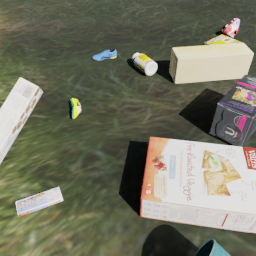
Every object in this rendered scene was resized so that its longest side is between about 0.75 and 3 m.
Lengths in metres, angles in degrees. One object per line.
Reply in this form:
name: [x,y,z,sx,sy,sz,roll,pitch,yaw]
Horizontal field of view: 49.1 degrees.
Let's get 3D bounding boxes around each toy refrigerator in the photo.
toy refrigerator: [2.658,-2.146,9.178,2.448,0.929,0.857,-6,43,-5]

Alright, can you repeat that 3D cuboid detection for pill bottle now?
pill bottle: [0.538,-2.212,9.564,0.502,0.502,0.964,-22,47,-22]

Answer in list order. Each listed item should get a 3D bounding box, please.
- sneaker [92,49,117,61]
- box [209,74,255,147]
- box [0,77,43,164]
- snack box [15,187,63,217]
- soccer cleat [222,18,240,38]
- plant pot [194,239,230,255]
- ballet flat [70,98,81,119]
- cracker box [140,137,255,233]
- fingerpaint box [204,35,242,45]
sneaker: [-0.861,-2.701,10.215,0.918,0.360,0.302,-12,46,-11]
box: [2.990,-0.468,7.237,0.923,1.064,1.741,29,50,28]
box: [-2.678,0.066,6.038,0.500,0.466,2.411,27,81,1]
snack box: [-1.828,1.513,5.788,0.911,0.111,0.327,-17,45,-18]
soccer cleat: [4.460,-4.208,11.852,0.561,0.490,1.469,46,49,4]
plant pot: [1.390,2.432,4.194,0.997,1.061,1.061,37,52,14]
ballet flat: [-1.479,-0.566,7.960,0.287,0.287,0.858,4,38,-20]
cracker box: [1.570,1.102,5.782,2.489,0.718,1.667,6,43,6]
fingerpaint box: [3.535,-3.016,10.503,1.136,0.417,0.948,-30,51,-30]
